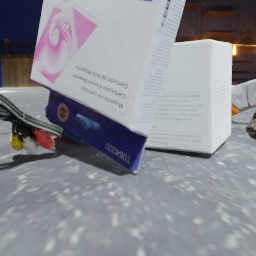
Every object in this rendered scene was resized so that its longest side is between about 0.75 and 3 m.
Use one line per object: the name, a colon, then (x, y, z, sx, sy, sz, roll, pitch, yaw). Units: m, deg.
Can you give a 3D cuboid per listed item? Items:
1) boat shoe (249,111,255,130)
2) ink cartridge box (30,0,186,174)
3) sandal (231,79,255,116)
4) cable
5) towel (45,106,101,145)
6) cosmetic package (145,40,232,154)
boat shoe: (3.594, -0.265, 6.932, 0.825, 0.779, 2.299, 15, 12, 13)
ink cartridge box: (-0.599, -0.998, 4.349, 2.617, 2.666, 0.577, 26, 18, 38)
sandal: (3.412, -0.880, 8.785, 2.597, 0.995, 0.744, -14, 1, 38)
cable: (-1.623, 0.001, 4.320, 0.938, 0.486, 1.931, -3, -19, 3)
towel: (-0.543, -0.313, 7.075, 1.553, 0.675, 2.782, 31, 29, 34)
cosmetic package: (1.122, -0.682, 5.716, 1.629, 1.976, 1.630, 4, 13, 31)
